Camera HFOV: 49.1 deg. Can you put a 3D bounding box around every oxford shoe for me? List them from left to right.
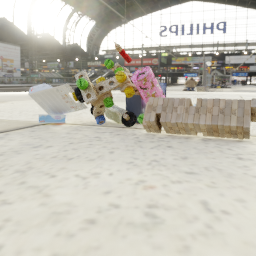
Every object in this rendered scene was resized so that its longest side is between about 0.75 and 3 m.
[{"bbox_3d":[-0.479,-0.596,10.178,0.483,0.629,1.672,-22,29,-23],"label":"oxford shoe"}]

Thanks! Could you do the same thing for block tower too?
[{"bbox_3d":[1.770,-0.266,7.193,2.812,0.813,0.760,2,-26,23],"label":"block tower"}]

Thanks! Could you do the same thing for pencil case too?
[{"bbox_3d":[0.666,-1.068,8.322,0.642,1.551,0.671,-18,37,19],"label":"pencil case"}]

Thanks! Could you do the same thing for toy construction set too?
[{"bbox_3d":[-0.583,-1.496,8.651,2.204,2.643,2.031,-5,-21,25],"label":"toy construction set"}]

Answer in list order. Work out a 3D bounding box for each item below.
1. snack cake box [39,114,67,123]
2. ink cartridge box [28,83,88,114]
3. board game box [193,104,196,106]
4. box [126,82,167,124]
[{"bbox_3d":[-2.559,-0.312,9.551,0.885,0.297,0.509,0,-2,-9],"label":"snack cake box"},{"bbox_3d":[-2.308,-1.013,9.381,1.591,0.399,1.291,-12,-40,21],"label":"ink cartridge box"},{"bbox_3d":[2.706,-0.479,9.511,1.091,0.572,0.562,-7,31,-36],"label":"board game box"},{"bbox_3d":[0.666,-0.944,10.166,1.373,1.384,0.853,-12,16,-42],"label":"box"}]
